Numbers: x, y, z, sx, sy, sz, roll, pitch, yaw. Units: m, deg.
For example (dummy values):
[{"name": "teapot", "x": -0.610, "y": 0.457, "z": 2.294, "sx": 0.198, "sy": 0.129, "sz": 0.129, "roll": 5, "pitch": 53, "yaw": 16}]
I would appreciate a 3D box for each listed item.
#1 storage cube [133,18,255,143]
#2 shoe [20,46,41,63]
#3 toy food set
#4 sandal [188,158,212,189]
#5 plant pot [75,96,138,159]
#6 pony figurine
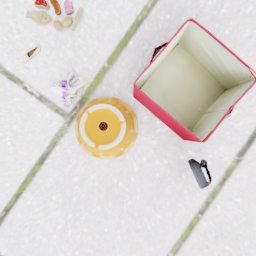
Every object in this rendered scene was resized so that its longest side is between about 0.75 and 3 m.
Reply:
[{"name": "storage cube", "x": 1.801, "y": -1.259, "z": 8.589, "sx": 2.828, "sy": 2.542, "sz": 2.417, "roll": 40, "pitch": 89, "yaw": 1}, {"name": "shoe", "x": -3.434, "y": -2.582, "z": 9.767, "sx": 0.824, "sy": 0.220, "sz": 0.288, "roll": -35, "pitch": 89, "yaw": -1}, {"name": "toy food set", "x": -2.508, "y": -4.029, "z": 9.783, "sx": 1.892, "sy": 0.298, "sz": 1.203, "roll": 23, "pitch": 89, "yaw": 8}, {"name": "sandal", "x": 2.162, "y": 1.303, "z": 8.072, "sx": 0.525, "sy": 2.451, "sz": 0.932, "roll": -25, "pitch": 83, "yaw": 8}, {"name": "plant pot", "x": -0.710, "y": -0.007, "z": 8.855, "sx": 2.128, "sy": 1.949, "sz": 2.128, "roll": 0, "pitch": 89, "yaw": 0}, {"name": "pony figurine", "x": -2.069, "y": -1.339, "z": 9.508, "sx": 1.100, "sy": 0.949, "sz": 1.139, "roll": 35, "pitch": 74, "yaw": -8}]
